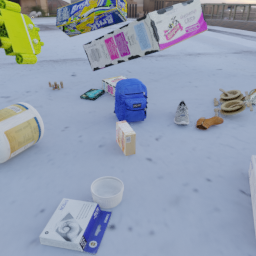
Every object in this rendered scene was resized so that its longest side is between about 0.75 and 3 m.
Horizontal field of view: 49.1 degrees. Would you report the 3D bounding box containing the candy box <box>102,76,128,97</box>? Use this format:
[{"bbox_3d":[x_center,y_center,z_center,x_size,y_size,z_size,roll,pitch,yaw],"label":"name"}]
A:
[{"bbox_3d":[-0.331,-2.090,14.333,1.301,0.582,1.908,-18,32,-29],"label":"candy box"}]

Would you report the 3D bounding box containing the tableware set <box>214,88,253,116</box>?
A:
[{"bbox_3d":[4.539,-1.239,12.283,1.570,0.476,2.375,-11,23,22],"label":"tableware set"}]

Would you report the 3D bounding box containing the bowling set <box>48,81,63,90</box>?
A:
[{"bbox_3d":[-3.817,-2.142,14.748,0.816,0.438,0.568,0,46,-4],"label":"bowling set"}]

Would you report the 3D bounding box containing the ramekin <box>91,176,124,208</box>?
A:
[{"bbox_3d":[-0.529,1.677,7.215,0.847,0.445,0.847,0,27,0],"label":"ramekin"}]

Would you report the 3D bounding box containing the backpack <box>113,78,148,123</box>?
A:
[{"bbox_3d":[0.207,-1.123,11.315,1.330,1.637,1.374,-9,29,-19],"label":"backpack"}]

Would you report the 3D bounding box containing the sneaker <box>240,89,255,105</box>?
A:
[{"bbox_3d":[5.635,-1.260,12.849,1.354,0.594,0.512,-34,15,-13],"label":"sneaker"}]

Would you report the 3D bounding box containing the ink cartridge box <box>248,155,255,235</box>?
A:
[{"bbox_3d":[3.804,1.760,6.821,1.383,0.650,2.942,7,28,16],"label":"ink cartridge box"}]

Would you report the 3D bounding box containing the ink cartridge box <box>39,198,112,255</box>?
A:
[{"bbox_3d":[-1.145,2.190,6.421,1.290,0.262,1.287,6,28,11],"label":"ink cartridge box"}]

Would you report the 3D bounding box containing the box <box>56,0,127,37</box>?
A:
[{"bbox_3d":[-1.394,-4.312,10.656,2.636,0.848,0.924,-6,-13,24],"label":"box"}]

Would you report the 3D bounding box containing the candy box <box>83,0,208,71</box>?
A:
[{"bbox_3d":[0.282,-1.870,5.831,1.504,0.673,2.206,-32,18,-33],"label":"candy box"}]

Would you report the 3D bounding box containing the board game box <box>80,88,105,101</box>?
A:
[{"bbox_3d":[-1.762,-1.686,14.012,0.797,0.166,1.179,10,29,19],"label":"board game box"}]

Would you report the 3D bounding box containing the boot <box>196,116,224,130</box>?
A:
[{"bbox_3d":[3.159,-0.153,10.867,0.997,0.367,0.771,1,24,27],"label":"boot"}]

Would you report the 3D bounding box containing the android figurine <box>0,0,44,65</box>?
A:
[{"bbox_3d":[-3.750,-3.225,9.644,0.487,2.159,2.372,-14,5,22],"label":"android figurine"}]

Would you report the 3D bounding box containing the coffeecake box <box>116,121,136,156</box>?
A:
[{"bbox_3d":[-0.081,0.328,9.447,0.372,0.782,1.019,-9,29,-17],"label":"coffeecake box"}]

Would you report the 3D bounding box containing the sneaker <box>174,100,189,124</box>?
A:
[{"bbox_3d":[2.179,-0.636,11.454,0.591,0.649,1.583,2,27,3],"label":"sneaker"}]

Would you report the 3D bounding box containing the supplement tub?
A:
[{"bbox_3d":[-3.912,0.189,8.892,1.514,1.514,2.093,14,30,26],"label":"supplement tub"}]
